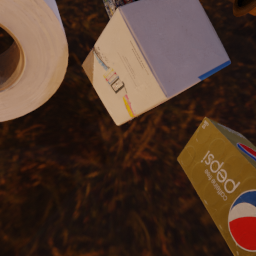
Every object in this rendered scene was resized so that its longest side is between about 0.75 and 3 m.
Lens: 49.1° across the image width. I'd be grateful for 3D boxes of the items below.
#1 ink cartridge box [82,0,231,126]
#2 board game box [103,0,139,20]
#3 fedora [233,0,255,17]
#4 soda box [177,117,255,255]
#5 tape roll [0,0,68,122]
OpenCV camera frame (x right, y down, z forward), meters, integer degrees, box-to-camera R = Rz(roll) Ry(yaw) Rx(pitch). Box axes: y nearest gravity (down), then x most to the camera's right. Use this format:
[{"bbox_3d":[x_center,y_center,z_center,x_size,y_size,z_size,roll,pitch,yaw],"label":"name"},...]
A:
[{"bbox_3d":[0.357,-1.119,4.901,1.452,1.972,1.427,-30,92,-25],"label":"ink cartridge box"},{"bbox_3d":[0.058,-2.963,5.413,0.636,2.061,2.063,-30,107,-27],"label":"board game box"},{"bbox_3d":[2.750,-2.746,5.772,0.494,1.212,1.212,29,69,-21],"label":"fedora"},{"bbox_3d":[1.451,0.841,3.246,0.767,2.398,0.812,22,112,-22],"label":"soda box"},{"bbox_3d":[-2.471,-1.365,4.418,2.933,2.933,1.026,-17,54,-6],"label":"tape roll"}]
